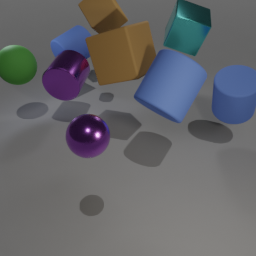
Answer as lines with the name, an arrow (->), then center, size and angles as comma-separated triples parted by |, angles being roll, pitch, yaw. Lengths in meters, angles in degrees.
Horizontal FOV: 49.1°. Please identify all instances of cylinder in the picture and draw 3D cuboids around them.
cylinder -> -2.350, -3.465, 12.077 | 1.400, 1.400, 1.400 | 29, 60, 37
cylinder -> -2.272, -1.969, 10.433 | 1.400, 1.400, 1.400 | 6, 42, 9
cylinder -> 1.075, -1.051, 7.198 | 1.400, 1.400, 1.400 | 30, 0, 0
cylinder -> 3.490, -1.074, 9.136 | 1.400, 1.400, 1.400 | -6, 52, 8

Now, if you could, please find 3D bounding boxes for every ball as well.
ball -> -0.630, 0.127, 4.424 | 0.700, 0.700, 0.700 | 0, 33, 0
ball -> -4.005, -2.256, 10.082 | 1.400, 1.400, 1.400 | 0, 33, 0

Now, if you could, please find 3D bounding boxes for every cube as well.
cube -> 2.327, -3.971, 11.082 | 1.400, 1.400, 1.400 | 17, 49, -6
cube -> -1.096, -5.202, 12.634 | 1.400, 1.400, 1.400 | 60, 16, 13
cube -> -0.132, -2.181, 8.189 | 1.400, 1.400, 1.400 | -4, 22, 33
